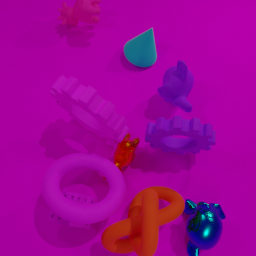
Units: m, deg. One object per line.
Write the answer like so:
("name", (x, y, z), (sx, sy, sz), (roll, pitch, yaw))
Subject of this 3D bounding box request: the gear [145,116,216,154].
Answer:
("gear", (1.297, 0.224, 7.058), (1.714, 1.714, 0.317), (7, 66, 3))

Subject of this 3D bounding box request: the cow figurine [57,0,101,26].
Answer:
("cow figurine", (-1.578, -3.732, 8.921), (1.385, 1.408, 0.773), (1, 90, -9))

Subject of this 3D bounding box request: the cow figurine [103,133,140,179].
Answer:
("cow figurine", (-0.187, 0.817, 7.283), (0.640, 1.166, 1.147), (26, 37, 12))

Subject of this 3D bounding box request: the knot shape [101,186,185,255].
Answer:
("knot shape", (0.369, 2.021, 6.080), (2.082, 1.948, 0.962), (-44, 82, -12))

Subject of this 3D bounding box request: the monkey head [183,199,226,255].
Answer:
("monkey head", (1.646, 2.199, 6.551), (1.162, 1.616, 0.974), (24, 29, 37))

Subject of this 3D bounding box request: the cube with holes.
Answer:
("cube with holes", (-1.322, 1.945, 6.696), (0.717, 0.717, 0.717), (-2, 68, 34))

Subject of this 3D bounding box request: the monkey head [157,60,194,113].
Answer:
("monkey head", (1.500, -1.111, 7.792), (1.248, 1.734, 1.045), (40, 88, 20))

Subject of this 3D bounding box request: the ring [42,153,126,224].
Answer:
("ring", (-0.985, 1.303, 6.406), (1.901, 0.380, 1.901), (9, 39, -7))

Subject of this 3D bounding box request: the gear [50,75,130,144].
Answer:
("gear", (-0.946, -0.408, 6.875), (2.097, 2.097, 0.388), (32, 73, 13))

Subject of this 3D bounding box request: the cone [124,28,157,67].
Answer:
("cone", (0.549, -2.648, 8.550), (1.116, 1.120, 1.116), (7, 63, -14))
